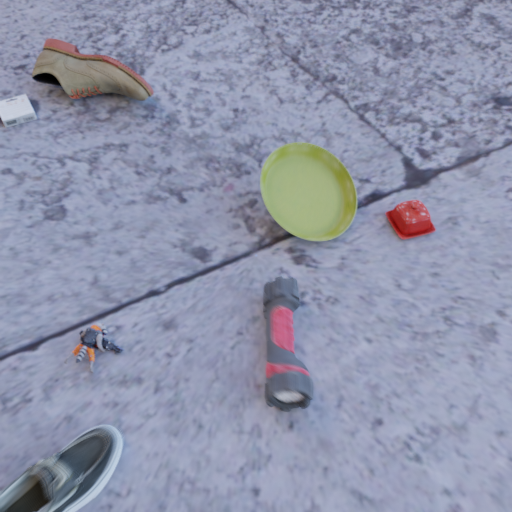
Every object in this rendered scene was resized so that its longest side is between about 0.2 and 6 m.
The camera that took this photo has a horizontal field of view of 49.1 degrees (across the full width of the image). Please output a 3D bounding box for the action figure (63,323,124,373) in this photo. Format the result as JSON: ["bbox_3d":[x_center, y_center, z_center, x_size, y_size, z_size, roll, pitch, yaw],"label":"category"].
[{"bbox_3d":[-2.717,1.519,9.457,0.871,0.456,0.843,13,60,10],"label":"action figure"}]

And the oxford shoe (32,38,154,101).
[{"bbox_3d":[-4.124,-4.352,14.099,3.304,1.164,1.236,22,78,18],"label":"oxford shoe"}]

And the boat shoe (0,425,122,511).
[{"bbox_3d":[-2.827,3.212,7.756,0.843,0.830,2.340,32,55,23],"label":"boat shoe"}]

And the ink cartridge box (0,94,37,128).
[{"bbox_3d":[-5.930,-3.586,13.841,0.777,0.273,0.956,-22,46,-18],"label":"ink cartridge box"}]

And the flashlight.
[{"bbox_3d":[0.505,1.378,9.348,0.776,0.779,2.292,3,51,-2],"label":"flashlight"}]

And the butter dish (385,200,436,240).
[{"bbox_3d":[3.150,-0.840,11.287,0.828,0.612,0.825,-13,51,-10],"label":"butter dish"}]

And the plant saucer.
[{"bbox_3d":[1.029,-1.264,11.340,2.148,0.334,2.148,7,70,-20],"label":"plant saucer"}]
